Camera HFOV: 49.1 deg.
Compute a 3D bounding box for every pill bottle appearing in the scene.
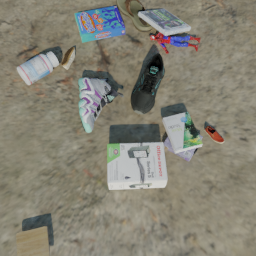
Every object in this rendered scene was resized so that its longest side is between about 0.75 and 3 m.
[{"bbox_3d":[-3.400,-2.314,10.677,1.439,0.783,0.783,-36,67,-19],"label":"pill bottle"}]

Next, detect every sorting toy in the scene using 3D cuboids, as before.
[{"bbox_3d":[-2.634,3.309,7.858,0.860,0.299,0.855,-12,61,-6],"label":"sorting toy"}]

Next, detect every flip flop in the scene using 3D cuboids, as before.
[{"bbox_3d":[0.312,-5.188,12.292,0.993,0.705,2.448,-23,64,-12],"label":"flip flop"}]

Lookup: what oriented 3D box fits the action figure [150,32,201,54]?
[{"bbox_3d":[1.841,-3.377,11.313,2.019,0.659,0.999,12,52,6],"label":"action figure"}]

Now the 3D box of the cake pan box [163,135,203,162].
[{"bbox_3d":[1.858,0.472,9.435,1.076,0.281,0.991,28,67,15],"label":"cake pan box"}]

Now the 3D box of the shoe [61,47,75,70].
[{"bbox_3d":[-2.360,-2.812,11.260,0.394,0.301,1.126,-8,51,33],"label":"shoe"}]

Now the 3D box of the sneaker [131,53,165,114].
[{"bbox_3d":[0.722,-1.648,10.210,0.931,0.979,2.471,17,64,7],"label":"sneaker"}]

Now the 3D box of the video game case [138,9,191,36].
[{"bbox_3d":[1.552,-4.526,11.859,1.589,0.204,1.748,-24,57,-35],"label":"video game case"}]

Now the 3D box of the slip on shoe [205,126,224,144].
[{"bbox_3d":[2.967,0.230,9.586,0.294,0.243,0.793,-37,69,-20],"label":"slip on shoe"}]

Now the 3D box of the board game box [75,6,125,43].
[{"bbox_3d":[-1.216,-4.482,12.050,1.901,0.428,1.445,-15,63,-8],"label":"board game box"}]

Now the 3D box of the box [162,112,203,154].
[{"bbox_3d":[1.795,0.135,9.332,0.942,0.237,1.305,-14,63,-7],"label":"box"}]

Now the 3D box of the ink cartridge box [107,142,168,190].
[{"bbox_3d":[0.265,1.179,8.763,1.797,0.755,1.307,-3,61,-1],"label":"ink cartridge box"}]

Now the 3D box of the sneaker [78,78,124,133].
[{"bbox_3d":[-0.916,-0.928,9.857,1.573,0.874,2.249,-6,63,-3],"label":"sneaker"}]
